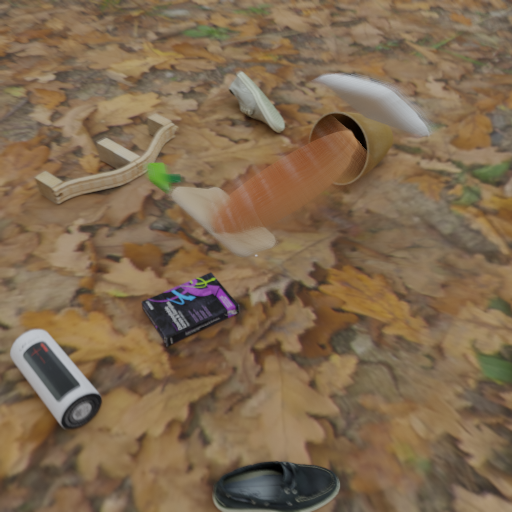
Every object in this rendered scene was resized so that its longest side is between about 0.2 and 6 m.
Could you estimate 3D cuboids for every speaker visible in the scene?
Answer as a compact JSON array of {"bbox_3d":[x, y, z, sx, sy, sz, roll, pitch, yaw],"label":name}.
[{"bbox_3d":[-3.184,1.914,8.844,0.702,0.702,1.728,-31,50,-30],"label":"speaker"}]

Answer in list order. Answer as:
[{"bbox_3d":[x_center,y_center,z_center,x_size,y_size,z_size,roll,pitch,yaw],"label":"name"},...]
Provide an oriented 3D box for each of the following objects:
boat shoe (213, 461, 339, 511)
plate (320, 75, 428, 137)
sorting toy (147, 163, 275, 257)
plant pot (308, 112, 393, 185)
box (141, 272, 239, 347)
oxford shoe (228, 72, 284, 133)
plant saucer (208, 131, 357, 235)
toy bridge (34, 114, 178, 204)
[{"bbox_3d":[0.283,3.087,7.621,1.745,0.579,0.652,-1,42,-1],"label":"boat shoe"},{"bbox_3d":[2.225,-2.834,10.350,1.683,0.272,1.680,21,11,-44],"label":"plate"},{"bbox_3d":[-0.689,-0.692,8.158,1.989,0.293,1.470,41,18,8],"label":"sorting toy"},{"bbox_3d":[2.461,-2.718,13.447,1.680,1.680,1.803,33,39,31],"label":"plant pot"},{"bbox_3d":[-1.205,0.943,10.235,1.480,0.267,1.058,-25,47,-23],"label":"box"},{"bbox_3d":[-0.014,-4.142,15.577,0.751,0.977,2.599,-43,54,14],"label":"oxford shoe"},{"bbox_3d":[0.294,-0.743,5.979,1.776,0.287,1.776,-31,16,10],"label":"plant saucer"},{"bbox_3d":[-3.319,-2.381,13.714,1.334,0.540,3.969,30,50,25],"label":"toy bridge"}]
